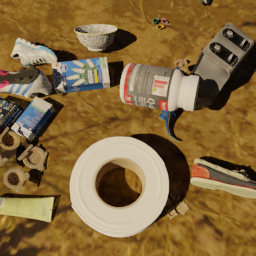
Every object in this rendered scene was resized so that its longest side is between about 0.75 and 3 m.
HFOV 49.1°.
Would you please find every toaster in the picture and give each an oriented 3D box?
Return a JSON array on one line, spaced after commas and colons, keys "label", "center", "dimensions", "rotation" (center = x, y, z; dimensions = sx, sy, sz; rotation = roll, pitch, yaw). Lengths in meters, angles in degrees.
[{"label": "toaster", "center": [3.148, -2.226, 9.854], "dimensions": [1.261, 2.125, 1.921], "rotation": [38, 64, 12]}]

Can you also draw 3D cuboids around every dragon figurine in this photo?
[{"label": "dragon figurine", "center": [1.440, -0.871, 9.580], "dimensions": [0.745, 1.259, 2.532], "rotation": [3, 67, 2]}]

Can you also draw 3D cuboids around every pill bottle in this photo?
[{"label": "pill bottle", "center": [0.990, -1.226, 8.663], "dimensions": [2.253, 1.305, 1.305], "rotation": [11, 67, 16]}]

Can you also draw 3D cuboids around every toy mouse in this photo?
[{"label": "toy mouse", "center": [1.330, -4.412, 11.698], "dimensions": [0.839, 0.162, 0.745], "rotation": [-7, 67, -3]}]

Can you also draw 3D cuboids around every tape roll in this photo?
[{"label": "tape roll", "center": [-0.255, 1.774, 8.550], "dimensions": [2.943, 1.029, 2.943], "rotation": [0, 67, 0]}]

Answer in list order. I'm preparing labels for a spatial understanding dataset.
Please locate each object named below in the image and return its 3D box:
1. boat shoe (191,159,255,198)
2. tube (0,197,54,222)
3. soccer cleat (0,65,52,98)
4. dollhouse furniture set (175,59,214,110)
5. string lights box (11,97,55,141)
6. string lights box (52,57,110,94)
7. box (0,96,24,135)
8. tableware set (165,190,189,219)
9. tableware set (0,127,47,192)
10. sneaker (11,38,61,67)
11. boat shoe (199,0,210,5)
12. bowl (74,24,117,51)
[{"label": "boat shoe", "center": [3.275, 1.607, 8.758], "dimensions": [2.577, 0.917, 0.806], "rotation": [12, 65, 10]}, {"label": "tube", "center": [-3.292, 2.450, 8.628], "dimensions": [1.920, 0.557, 0.498], "rotation": [4, 30, -1]}, {"label": "soccer cleat", "center": [-4.023, -1.494, 10.078], "dimensions": [2.833, 1.223, 0.989], "rotation": [2, 59, 26]}, {"label": "dollhouse furniture set", "center": [2.177, -1.499, 10.141], "dimensions": [0.796, 0.932, 1.797], "rotation": [-7, 70, -37]}, {"label": "string lights box", "center": [-3.302, -0.329, 9.803], "dimensions": [0.729, 0.418, 1.419], "rotation": [27, 70, 11]}, {"label": "string lights box", "center": [-1.705, -1.926, 10.326], "dimensions": [1.996, 0.589, 1.026], "rotation": [-8, 77, -3]}, {"label": "box", "center": [-4.552, -0.299, 9.628], "dimensions": [1.269, 0.367, 1.596], "rotation": [21, 67, 28]}, {"label": "tableware set", "center": [1.439, 2.402, 8.809], "dimensions": [0.704, 0.098, 0.843], "rotation": [-27, 70, -11]}, {"label": "tableware set", "center": [-3.661, 0.973, 8.886], "dimensions": [1.958, 0.227, 1.635], "rotation": [36, 55, -10]}, {"label": "sneaker", "center": [-3.544, -2.667, 10.680], "dimensions": [2.118, 0.794, 0.918], "rotation": [20, 75, 20]}, {"label": "boat shoe", "center": [3.098, -6.550, 12.353], "dimensions": [0.927, 0.985, 2.742], "rotation": [-15, 70, 31]}, {"label": "bowl", "center": [-1.220, -3.446, 10.813], "dimensions": [1.642, 0.771, 1.642], "rotation": [0, 32, 0]}]
